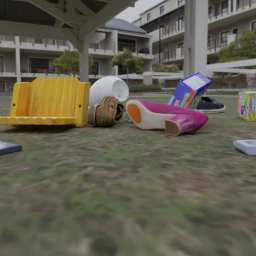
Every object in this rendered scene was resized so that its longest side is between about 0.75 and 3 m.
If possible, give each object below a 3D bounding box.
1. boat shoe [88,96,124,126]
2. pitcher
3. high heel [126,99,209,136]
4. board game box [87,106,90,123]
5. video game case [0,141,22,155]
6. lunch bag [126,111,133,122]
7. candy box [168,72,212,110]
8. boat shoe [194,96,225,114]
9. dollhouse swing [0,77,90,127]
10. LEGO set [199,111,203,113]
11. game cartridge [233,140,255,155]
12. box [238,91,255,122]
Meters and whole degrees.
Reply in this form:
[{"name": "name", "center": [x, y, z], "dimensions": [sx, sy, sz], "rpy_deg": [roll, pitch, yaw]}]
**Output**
[{"name": "boat shoe", "center": [-0.549, -0.513, 9.324], "dimensions": [0.843, 0.892, 2.479], "rpy_deg": [5, 18, 9]}, {"name": "pitcher", "center": [-1.079, -1.720, 15.335], "dimensions": [2.481, 1.753, 2.892], "rpy_deg": [8, -10, -42]}, {"name": "high heel", "center": [1.001, -0.422, 7.926], "dimensions": [1.181, 0.829, 2.463], "rpy_deg": [-17, 21, -33]}, {"name": "board game box", "center": [-2.046, -0.520, 10.216], "dimensions": [2.144, 0.496, 1.624], "rpy_deg": [0, 8, 1]}, {"name": "video game case", "center": [-2.804, 0.373, 5.262], "dimensions": [1.337, 0.127, 0.955], "rpy_deg": [5, 9, 35]}, {"name": "lunch bag", "center": [0.359, -0.461, 9.805], "dimensions": [0.704, 0.528, 0.830], "rpy_deg": [-3, 15, -16]}, {"name": "candy box", "center": [1.820, -0.906, 8.658], "dimensions": [0.610, 1.338, 1.583], "rpy_deg": [38, 36, 17]}, {"name": "boat shoe", "center": [3.834, -1.123, 13.533], "dimensions": [2.563, 0.798, 0.956], "rpy_deg": [-4, 7, -36]}, {"name": "dollhouse swing", "center": [-2.502, -0.879, 8.329], "dimensions": [2.261, 2.055, 1.988], "rpy_deg": [1, -13, 6]}, {"name": "LEGO set", "center": [1.851, -0.130, 8.185], "dimensions": [0.890, 0.409, 0.331], "rpy_deg": [-28, -8, -1]}, {"name": "game cartridge", "center": [2.534, 0.357, 5.170], "dimensions": [0.966, 0.197, 0.643], "rpy_deg": [0, 5, -1]}, {"name": "box", "center": [5.226, -0.855, 10.584], "dimensions": [1.671, 1.058, 1.735], "rpy_deg": [1, 9, 9]}]
